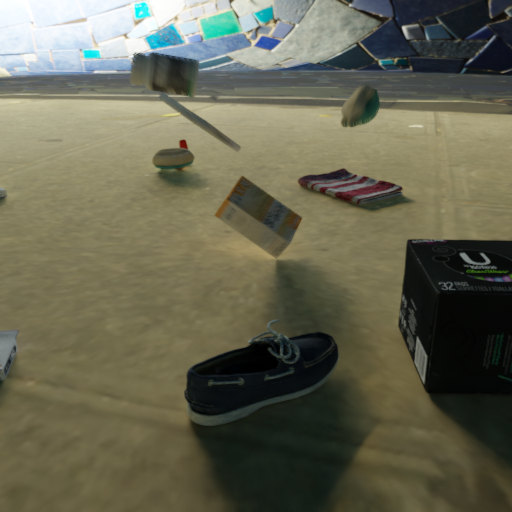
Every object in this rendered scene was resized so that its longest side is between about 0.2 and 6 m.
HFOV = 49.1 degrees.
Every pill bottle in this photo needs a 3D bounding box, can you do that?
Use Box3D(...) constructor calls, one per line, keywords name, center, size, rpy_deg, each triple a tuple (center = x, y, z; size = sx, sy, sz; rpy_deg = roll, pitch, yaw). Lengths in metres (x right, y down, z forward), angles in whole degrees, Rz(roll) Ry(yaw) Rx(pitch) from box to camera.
Box3D(name="pill bottle", center=(-1.422, -2.851, 8.758), size=(1.011, 0.572, 0.572), rpy_deg=(8, 22, -8))

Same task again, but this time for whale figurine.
Box3D(name="whale figurine", center=(1.366, -1.857, 7.209), size=(0.409, 0.627, 0.788), rpy_deg=(37, 32, -14))

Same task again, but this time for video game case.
Box3D(name="video game case", center=(-0.969, -2.320, 9.759), size=(1.234, 0.136, 1.125), rpy_deg=(37, 7, 28))

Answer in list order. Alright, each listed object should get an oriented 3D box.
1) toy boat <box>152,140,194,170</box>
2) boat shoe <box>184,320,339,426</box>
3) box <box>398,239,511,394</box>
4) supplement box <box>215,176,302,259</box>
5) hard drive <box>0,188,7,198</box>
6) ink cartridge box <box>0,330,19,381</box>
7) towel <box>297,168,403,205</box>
Box3D(name="toy boat", center=(-2.139, -2.674, 15.315), size=(1.156, 0.639, 1.375), rpy_deg=(2, 30, 15))
Box3D(name="boat shoe", center=(0.116, 1.149, 6.011), size=(1.972, 0.610, 0.738), rpy_deg=(-13, 26, -29))
Box3D(name="box", center=(2.829, 0.645, 6.373), size=(2.045, 1.271, 1.519), rpy_deg=(0, 23, 2))
Box3D(name="supplement box", center=(0.057, -0.663, 9.488), size=(1.292, 0.475, 0.814), rpy_deg=(34, 41, -6))
Box3D(name="hard drive", center=(-6.522, -1.491, 12.879), size=(1.478, 0.188, 0.975), rpy_deg=(21, 31, 41))
Box3D(name="ink cartridge box", center=(-3.258, 1.172, 6.507), size=(0.831, 0.182, 0.839), rpy_deg=(-3, 25, -8))
Box3D(name="towel", center=(2.210, -1.672, 13.269), size=(1.511, 0.239, 2.097), rpy_deg=(-16, 28, -32))
